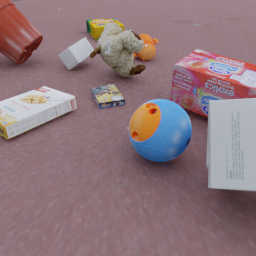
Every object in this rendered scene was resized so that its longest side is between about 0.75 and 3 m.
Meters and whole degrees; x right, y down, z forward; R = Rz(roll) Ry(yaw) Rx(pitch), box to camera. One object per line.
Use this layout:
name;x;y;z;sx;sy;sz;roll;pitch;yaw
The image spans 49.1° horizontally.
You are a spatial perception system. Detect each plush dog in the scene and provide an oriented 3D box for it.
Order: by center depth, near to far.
plush dog;-0.314;-2.469;9.799;1.597;1.710;1.991;-45;45;-5

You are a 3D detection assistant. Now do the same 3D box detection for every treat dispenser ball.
treat dispenser ball;0.670;0.051;5.903;1.317;1.317;1.317;0;32;0

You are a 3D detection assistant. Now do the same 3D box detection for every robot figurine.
robot figurine;0.728;-3.443;11.900;1.021;0.828;1.419;-3;47;-11

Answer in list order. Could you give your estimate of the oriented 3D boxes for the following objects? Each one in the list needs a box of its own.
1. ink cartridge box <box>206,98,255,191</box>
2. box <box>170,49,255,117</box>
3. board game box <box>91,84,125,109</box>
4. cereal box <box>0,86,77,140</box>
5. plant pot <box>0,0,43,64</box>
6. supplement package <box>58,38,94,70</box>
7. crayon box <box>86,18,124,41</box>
ink cartridge box;2.391;0.288;4.592;1.990;1.440;1.446;-1;-5;23
box;2.559;-0.989;7.299;2.620;1.251;1.306;25;44;28
board game box;-0.646;-0.998;8.692;0.798;0.204;1.178;-10;34;-15
cereal box;-2.718;-0.521;7.659;1.548;0.425;2.151;20;38;36
plant pot;-4.611;-3.716;10.917;2.037;2.094;2.094;42;32;-12
supplement package;-1.983;-2.905;10.928;0.688;0.691;1.177;-20;23;40
crayon box;-1.226;-5.443;15.405;1.669;0.668;2.628;-10;33;-16
